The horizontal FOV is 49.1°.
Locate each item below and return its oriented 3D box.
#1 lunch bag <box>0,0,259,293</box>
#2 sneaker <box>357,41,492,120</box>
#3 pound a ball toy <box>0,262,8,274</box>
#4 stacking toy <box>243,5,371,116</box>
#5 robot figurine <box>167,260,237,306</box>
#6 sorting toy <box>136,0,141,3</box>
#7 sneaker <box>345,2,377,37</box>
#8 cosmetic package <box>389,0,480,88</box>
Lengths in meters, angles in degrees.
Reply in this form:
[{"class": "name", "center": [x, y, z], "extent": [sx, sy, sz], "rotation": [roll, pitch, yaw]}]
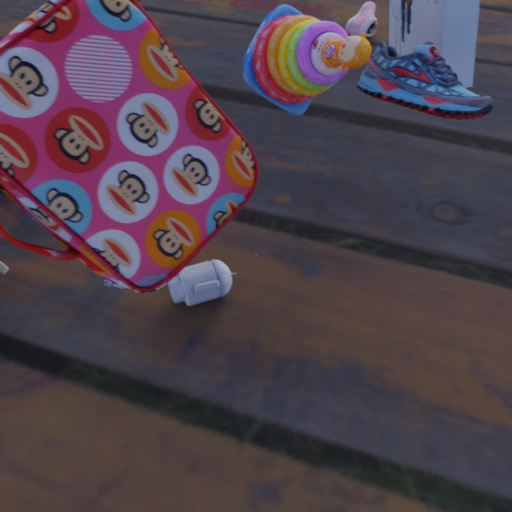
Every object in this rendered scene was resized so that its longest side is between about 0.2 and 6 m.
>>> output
[{"class": "lunch bag", "center": [-1.450, -0.918, 5.327], "extent": [2.287, 2.596, 1.064], "rotation": [-48, 28, -16]}, {"class": "sneaker", "center": [1.874, -1.973, 6.169], "extent": [1.544, 0.737, 0.612], "rotation": [26, 20, 26]}, {"class": "pound a ball toy", "center": [-5.022, -0.480, 7.805], "extent": [3.223, 1.369, 2.102], "rotation": [24, 72, 20]}, {"class": "stacking toy", "center": [0.751, -2.435, 6.870], "extent": [1.147, 1.213, 2.090], "rotation": [27, 5, -26]}, {"class": "robot figurine", "center": [-0.760, 0.378, 7.976], "extent": [0.963, 0.544, 0.816], "rotation": [-16, 15, -15]}, {"class": "sorting toy", "center": [-1.604, -4.121, 8.390], "extent": [1.806, 0.360, 2.443], "rotation": [-53, 27, -6]}, {"class": "sneaker", "center": [2.825, -5.871, 14.006], "extent": [0.683, 0.492, 1.307], "rotation": [25, 57, 26]}, {"class": "cosmetic package", "center": [2.751, -3.819, 8.923], "extent": [0.617, 1.801, 2.389], "rotation": [-10, 30, -1]}]
